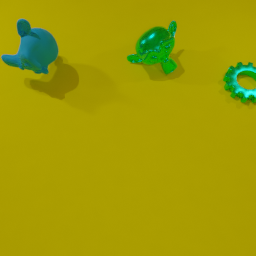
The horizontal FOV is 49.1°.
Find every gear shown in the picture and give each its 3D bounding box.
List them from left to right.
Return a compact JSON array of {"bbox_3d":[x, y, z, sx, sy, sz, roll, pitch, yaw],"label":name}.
[{"bbox_3d":[3.472,-1.344,8.176,1.304,0.241,1.304,0,63,1],"label":"gear"}]

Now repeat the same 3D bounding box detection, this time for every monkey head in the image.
[{"bbox_3d":[-2.667,-2.151,7.682,1.407,1.956,1.179,9,84,9],"label":"monkey head"},{"bbox_3d":[0.890,-2.273,8.257,1.802,1.296,1.086,-36,41,12],"label":"monkey head"}]
